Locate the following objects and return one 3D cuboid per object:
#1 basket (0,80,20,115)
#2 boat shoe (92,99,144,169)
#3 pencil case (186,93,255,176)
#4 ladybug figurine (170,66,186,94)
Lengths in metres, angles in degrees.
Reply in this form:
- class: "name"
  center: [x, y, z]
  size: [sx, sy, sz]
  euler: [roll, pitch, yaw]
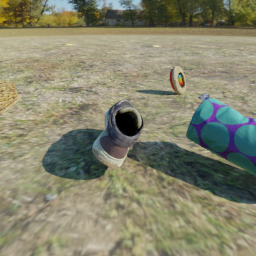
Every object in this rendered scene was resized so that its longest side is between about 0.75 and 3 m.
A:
- class: "basket"
  center: [-3.881, -0.615, 8.306]
  size: [1.457, 1.085, 1.040]
  euler: [-26, -12, 28]
- class: "boat shoe"
  center: [-0.061, -0.098, 6.670]
  size: [0.994, 0.896, 2.764]
  euler: [40, 25, -8]
- class: "pencil case"
  center: [2.596, 0.272, 5.926]
  size: [1.258, 1.159, 2.723]
  euler: [-38, 47, -22]
- class: "ladybug figurine"
  center: [2.108, -2.055, 12.056]
  size: [0.447, 1.242, 0.843]
  euler: [-2, 18, 43]
